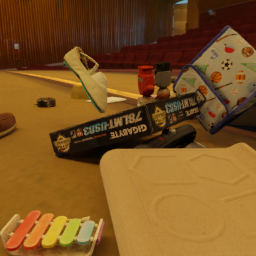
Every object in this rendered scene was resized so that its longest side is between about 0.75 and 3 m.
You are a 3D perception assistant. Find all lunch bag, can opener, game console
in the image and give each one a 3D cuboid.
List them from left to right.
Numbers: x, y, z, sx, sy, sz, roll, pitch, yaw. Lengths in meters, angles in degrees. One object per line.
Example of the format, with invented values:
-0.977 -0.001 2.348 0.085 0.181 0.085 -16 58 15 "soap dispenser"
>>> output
0.631 0.474 5.454 2.595 0.822 1.020 -13 20 -43 "can opener"
2.390 -1.126 7.133 1.326 2.141 1.820 1 50 -57 "lunch bag"
4.482 -0.233 9.076 1.674 1.108 1.904 27 -10 -34 "game console"

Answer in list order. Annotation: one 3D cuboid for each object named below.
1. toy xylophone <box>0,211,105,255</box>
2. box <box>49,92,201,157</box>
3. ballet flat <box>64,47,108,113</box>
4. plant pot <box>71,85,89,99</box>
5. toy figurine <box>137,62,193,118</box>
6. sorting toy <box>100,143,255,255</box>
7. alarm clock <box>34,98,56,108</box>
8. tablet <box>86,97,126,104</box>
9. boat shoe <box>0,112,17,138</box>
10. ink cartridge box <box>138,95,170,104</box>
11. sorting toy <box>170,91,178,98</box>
-0.883 1.262 3.437 1.197 0.301 0.876 0 14 -3 "toy xylophone"
0.011 -0.134 6.664 2.657 0.665 2.677 -15 3 34 "box"
-1.031 -1.410 7.675 0.804 0.804 2.315 -12 54 -39 "ballet flat"
-2.595 -1.985 15.253 0.778 0.686 0.778 -12 19 -40 "plant pot"
1.873 -1.595 11.188 2.746 1.910 2.703 5 19 26 "toy figurine"
1.023 0.937 3.854 2.599 0.474 2.406 -4 23 -11 "sorting toy"
-3.698 -1.206 12.878 0.831 0.410 1.231 3 12 11 "alarm clock"
-1.081 -1.389 14.085 1.163 0.122 1.787 13 19 42 "tablet"
-4.002 -0.134 7.655 0.945 0.886 2.624 4 15 15 "boat shoe"
1.595 -1.359 13.519 2.150 0.399 1.018 -9 17 -38 "ink cartridge box"
2.863 -1.494 12.682 1.796 0.625 1.785 6 22 -1 "sorting toy"
